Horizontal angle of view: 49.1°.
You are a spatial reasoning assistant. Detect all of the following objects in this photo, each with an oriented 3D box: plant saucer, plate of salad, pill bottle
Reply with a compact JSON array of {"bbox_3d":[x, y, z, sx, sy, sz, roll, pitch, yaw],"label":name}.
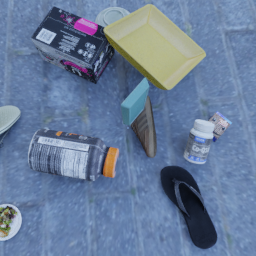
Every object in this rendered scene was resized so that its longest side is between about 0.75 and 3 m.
[{"bbox_3d":[0.202,-0.601,7.797,0.247,2.603,0.910,40,84,5],"label":"plant saucer"},{"bbox_3d":[-3.804,2.863,8.547,1.068,0.256,1.068,0,70,1],"label":"plate of salad"},{"bbox_3d":[-1.596,0.876,8.660,2.569,1.365,1.365,10,71,3],"label":"pill bottle"},{"bbox_3d":[-0.530,-4.201,10.953,1.551,0.389,1.551,0,71,-1],"label":"plant saucer"},{"bbox_3d":[0.916,-2.713,9.610,2.845,0.689,2.845,44,53,4],"label":"plant saucer"},{"bbox_3d":[2.261,0.422,8.856,0.726,0.726,1.277,12,109,4],"label":"pill bottle"}]

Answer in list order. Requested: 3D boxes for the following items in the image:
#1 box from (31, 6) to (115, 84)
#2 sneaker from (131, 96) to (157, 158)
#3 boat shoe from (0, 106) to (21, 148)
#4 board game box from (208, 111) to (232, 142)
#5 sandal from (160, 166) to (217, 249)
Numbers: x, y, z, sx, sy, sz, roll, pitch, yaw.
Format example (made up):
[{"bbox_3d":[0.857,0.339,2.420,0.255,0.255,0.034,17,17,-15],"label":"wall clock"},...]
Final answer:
[{"bbox_3d":[-1.879,-2.899,9.974,2.400,1.377,1.586,25,74,10],"label":"box"},{"bbox_3d":[0.466,-0.013,9.399,0.834,0.778,2.208,-10,64,13],"label":"sneaker"},{"bbox_3d":[-4.570,0.298,9.165,1.007,0.840,2.699,24,57,15],"label":"boat shoe"},{"bbox_3d":[2.981,-0.042,9.492,0.633,0.385,0.794,41,76,13],"label":"board game box"},{"bbox_3d":[1.925,2.298,8.570,1.024,0.576,2.692,-26,73,-9],"label":"sandal"}]
